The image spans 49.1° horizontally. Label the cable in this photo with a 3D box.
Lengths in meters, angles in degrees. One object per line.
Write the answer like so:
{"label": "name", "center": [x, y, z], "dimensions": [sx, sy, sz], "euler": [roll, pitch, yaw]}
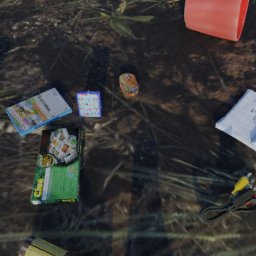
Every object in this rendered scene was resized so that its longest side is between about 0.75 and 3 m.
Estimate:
{"label": "cable", "center": [2.743, 2.035, 7.443], "dimensions": [1.898, 0.922, 0.478], "euler": [-30, 11, -6]}

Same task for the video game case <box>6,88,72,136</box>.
{"label": "video game case", "center": [-3.081, -0.605, 9.699], "dimensions": [1.879, 0.167, 1.345], "euler": [-29, 57, -21]}

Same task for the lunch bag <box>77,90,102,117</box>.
{"label": "lunch bag", "center": [-1.288, -0.854, 9.363], "dimensions": [0.748, 0.993, 0.467], "euler": [1, 51, 1]}

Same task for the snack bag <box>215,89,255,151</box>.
{"label": "snack bag", "center": [4.643, -0.158, 9.263], "dimensions": [2.658, 0.284, 2.506], "euler": [35, 60, 25]}

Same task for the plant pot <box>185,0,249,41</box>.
{"label": "plant pot", "center": [3.793, -5.151, 12.031], "dimensions": [2.283, 2.581, 2.581], "euler": [13, 52, 23]}

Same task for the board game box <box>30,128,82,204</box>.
{"label": "board game box", "center": [-2.053, 1.039, 8.319], "dimensions": [1.282, 0.287, 2.447], "euler": [-1, 51, -3]}

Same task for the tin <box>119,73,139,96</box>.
{"label": "tin", "center": [0.021, -1.620, 10.489], "dimensions": [0.622, 0.233, 1.111], "euler": [-6, 51, -10]}

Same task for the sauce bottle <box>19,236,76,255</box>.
{"label": "sauce bottle", "center": [-1.575, 3.113, 6.428], "dimensions": [1.884, 0.610, 0.610], "euler": [19, 54, 15]}
